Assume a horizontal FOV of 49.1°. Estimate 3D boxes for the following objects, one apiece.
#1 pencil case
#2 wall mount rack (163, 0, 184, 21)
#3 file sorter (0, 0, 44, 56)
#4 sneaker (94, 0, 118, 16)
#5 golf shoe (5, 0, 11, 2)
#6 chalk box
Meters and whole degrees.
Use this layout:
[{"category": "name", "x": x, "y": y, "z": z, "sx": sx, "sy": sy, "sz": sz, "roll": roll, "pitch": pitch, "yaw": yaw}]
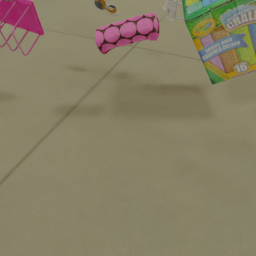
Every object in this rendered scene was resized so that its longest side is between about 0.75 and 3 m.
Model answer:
[{"category": "pencil case", "x": 0.011, "y": -2.381, "z": 7.158, "sx": 1.641, "sy": 0.768, "sz": 0.744, "roll": -9, "pitch": 50, "yaw": 14}, {"category": "wall mount rack", "x": 1.586, "y": -3.764, "z": 8.670, "sx": 1.076, "sy": 1.239, "sz": 0.462, "roll": 40, "pitch": 82, "yaw": 12}, {"category": "file sorter", "x": -3.307, "y": -2.777, "z": 7.391, "sx": 1.634, "sy": 1.136, "sz": 1.025, "roll": 21, "pitch": 69, "yaw": 7}, {"category": "sneaker", "x": -0.730, "y": -4.019, "z": 9.408, "sx": 0.897, "sy": 0.338, "sz": 0.395, "roll": 35, "pitch": 7, "yaw": 10}, {"category": "golf shoe", "x": -2.696, "y": -3.155, "z": 5.971, "sx": 0.626, "sy": 0.715, "sz": 1.623, "roll": -10, "pitch": 14, "yaw": -38}, {"category": "chalk box", "x": 2.510, "y": -2.962, "z": 7.261, "sx": 1.837, "sy": 2.968, "sz": 1.847, "roll": -17, "pitch": 46, "yaw": 26}]
